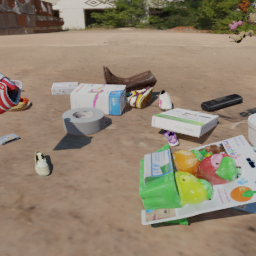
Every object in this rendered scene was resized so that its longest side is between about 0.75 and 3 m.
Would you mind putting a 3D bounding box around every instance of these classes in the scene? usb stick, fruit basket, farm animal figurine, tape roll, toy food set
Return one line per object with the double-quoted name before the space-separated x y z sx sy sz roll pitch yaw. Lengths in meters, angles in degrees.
"usb stick" 4.757 -1.285 14.090 2.594 0.423 0.719 -15 34 -31
"fruit basket" 1.737 1.081 6.963 2.975 1.394 2.755 -22 21 14
"farm animal figurine" 3.631 -3.138 8.317 1.150 1.162 0.606 -18 41 -24
"tape roll" -1.848 -0.317 11.751 1.737 0.574 1.737 -1 24 0
"toy food set" -5.718 -1.224 13.982 1.554 0.382 1.570 3 25 8

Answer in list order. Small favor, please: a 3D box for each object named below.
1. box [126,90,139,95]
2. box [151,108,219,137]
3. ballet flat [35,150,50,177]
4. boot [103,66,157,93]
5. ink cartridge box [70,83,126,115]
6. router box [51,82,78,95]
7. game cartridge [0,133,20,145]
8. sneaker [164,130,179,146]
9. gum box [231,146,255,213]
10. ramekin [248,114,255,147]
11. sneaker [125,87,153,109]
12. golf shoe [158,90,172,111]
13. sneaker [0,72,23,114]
"box" 0.353 -2.082 15.914 1.430 0.351 0.588 9 26 19
"box" 2.360 -0.290 11.259 1.914 0.482 2.651 14 16 28
"ballet flat" -2.775 1.091 8.881 0.413 0.381 1.223 -12 27 -25
"boot" 0.149 -2.659 14.539 2.571 2.396 0.826 -12 63 10
"ink cartridge box" -1.403 -1.431 13.650 2.421 1.025 1.750 2 25 8
"router box" -3.681 -2.338 16.459 1.478 0.361 1.326 -3 25 -7
"game cartridge" -4.579 0.420 10.666 0.501 0.156 0.753 23 33 33
"sneaker" 1.608 0.269 10.545 0.418 0.459 1.038 -18 24 -1
"gum box" 4.030 1.424 7.861 2.346 0.615 2.762 9 26 19
"ramekin" 5.346 0.211 10.138 2.023 0.942 2.023 0 25 0
"sneaker" 0.605 -1.698 14.431 0.981 0.816 2.177 18 27 14
"golf shoe" 1.800 -1.345 13.810 0.601 0.762 1.654 -1 26 -7
"sneaker" -3.549 -1.386 7.390 1.146 2.038 0.726 -15 12 21
